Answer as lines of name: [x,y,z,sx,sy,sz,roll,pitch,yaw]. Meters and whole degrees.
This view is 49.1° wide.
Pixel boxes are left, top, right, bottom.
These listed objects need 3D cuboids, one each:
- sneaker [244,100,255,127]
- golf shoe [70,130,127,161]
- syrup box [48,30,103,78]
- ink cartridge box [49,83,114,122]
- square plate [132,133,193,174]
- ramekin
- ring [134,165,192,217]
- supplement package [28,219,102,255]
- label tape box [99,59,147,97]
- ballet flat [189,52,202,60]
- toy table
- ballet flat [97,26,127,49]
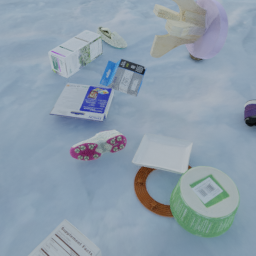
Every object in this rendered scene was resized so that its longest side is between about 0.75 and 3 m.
sneaker: [5.266,-0.238,9.846,2.300,0.871,1.007,9,61,13]
golf shoe: [-0.999,0.530,9.131,1.845,0.695,0.844,-13,29,-14]
syrup box: [-2.311,-3.406,12.710,1.027,0.993,2.522,27,51,24]
ink cartridge box: [-1.681,-0.903,10.628,1.969,0.468,1.992,8,47,6]
square plate: [1.125,0.810,8.855,1.654,0.235,1.639,10,35,14]
ramekin: [2.058,1.877,7.461,1.778,0.868,1.778,1,47,-1]
ring: [1.192,1.644,8.242,2.051,0.197,2.051,0,46,0]
supplement package: [-1.594,3.227,5.963,1.160,1.156,1.978,29,52,26]
label tape box: [-0.167,-1.760,9.426,1.374,0.454,0.984,20,72,1]
ballet flat: [3.484,-4.028,13.666,0.773,0.532,2.295,13,46,12]
toy table: [1.832,-3.361,8.980,1.618,2.540,2.763,7,23,-15]
ballet flat: [-0.881,-4.642,14.208,2.006,0.720,0.720,33,54,28]
